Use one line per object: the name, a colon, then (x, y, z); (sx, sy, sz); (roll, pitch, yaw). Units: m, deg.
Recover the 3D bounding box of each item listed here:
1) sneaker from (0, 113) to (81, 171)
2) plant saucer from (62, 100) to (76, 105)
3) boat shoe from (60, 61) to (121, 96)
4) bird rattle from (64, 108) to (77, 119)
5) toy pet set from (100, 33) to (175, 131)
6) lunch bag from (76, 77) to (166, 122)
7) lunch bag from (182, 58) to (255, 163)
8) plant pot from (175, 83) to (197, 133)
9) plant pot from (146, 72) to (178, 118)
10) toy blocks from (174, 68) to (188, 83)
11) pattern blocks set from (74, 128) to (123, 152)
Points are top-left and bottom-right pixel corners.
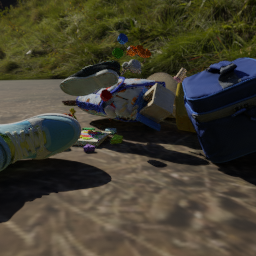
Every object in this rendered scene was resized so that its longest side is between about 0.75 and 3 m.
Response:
sneaker: (-2.373, 0.418, 6.004); (2.813, 1.119, 1.836); (-12, 12, -9)
plant saucer: (-3.431, -1.509, 16.692); (1.014, 0.186, 1.014); (0, 13, 0)
boat shoe: (-1.303, -1.723, 9.784); (2.406, 0.910, 0.726); (-5, 51, 25)
bird rattle: (-2.538, -0.442, 11.703); (0.737, 0.510, 0.904); (-8, 22, 21)
toy pet set: (0.206, -1.245, 9.744); (2.678, 2.868, 1.523); (27, -34, -19)
lunch bag: (-0.334, -1.167, 11.397); (2.961, 1.834, 2.517); (-11, 14, -29)
lunch bag: (2.479, -0.660, 6.975); (2.027, 1.974, 2.983); (-22, 15, 12)
plant pot: (2.245, -0.596, 9.744); (1.300, 1.308, 1.338); (10, 52, 19)
plant pot: (1.785, -1.262, 12.304); (1.932, 1.932, 2.063); (-5, 24, -20)
toy blocks: (3.042, -1.536, 14.370); (2.046, 1.843, 2.189); (34, -3, 15)
pattern blocks set: (-1.212, 0.285, 8.589); (2.101, 0.194, 2.390); (1, 12, 2)
